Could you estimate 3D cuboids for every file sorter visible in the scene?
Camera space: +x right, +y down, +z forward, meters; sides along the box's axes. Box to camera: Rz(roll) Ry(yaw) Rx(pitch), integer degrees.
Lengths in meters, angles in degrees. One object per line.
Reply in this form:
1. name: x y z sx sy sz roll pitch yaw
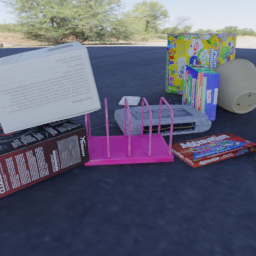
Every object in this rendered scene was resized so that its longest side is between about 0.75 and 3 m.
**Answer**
1. file sorter: -0.028 -0.016 7.669 2.296 1.440 1.596 -2 21 -5

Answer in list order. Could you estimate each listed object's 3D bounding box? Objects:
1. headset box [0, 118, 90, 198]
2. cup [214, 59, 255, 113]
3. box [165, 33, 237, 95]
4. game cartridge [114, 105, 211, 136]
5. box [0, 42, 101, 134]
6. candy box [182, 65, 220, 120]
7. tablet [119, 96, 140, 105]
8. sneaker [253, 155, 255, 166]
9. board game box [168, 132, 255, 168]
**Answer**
1. headset box: -2.559 0.512 6.714 2.629 0.986 1.954 -20 28 -35
2. cup: 4.406 -1.460 11.186 2.109 2.109 1.508 -2 42 -6
3. box: 3.556 -3.178 13.971 2.855 2.964 1.808 17 27 39
4. game cartridge: 1.102 -0.317 9.806 2.971 0.607 1.978 -4 24 -12
5. box: -2.079 -1.172 7.148 2.310 1.509 2.297 -15 22 -9
6. candy box: 2.798 -1.458 11.038 0.817 1.794 2.122 -2 20 -5
7. tablet: 0.093 -1.278 13.025 0.860 0.090 1.321 3 20 8
8. sneaker: 3.771 0.352 7.213 0.910 1.088 2.397 9 23 17
9. board game box: 2.394 0.552 7.913 2.252 0.219 1.159 -10 22 -25
